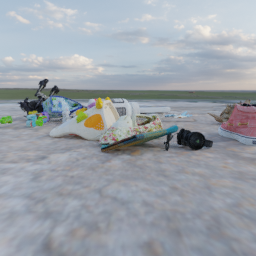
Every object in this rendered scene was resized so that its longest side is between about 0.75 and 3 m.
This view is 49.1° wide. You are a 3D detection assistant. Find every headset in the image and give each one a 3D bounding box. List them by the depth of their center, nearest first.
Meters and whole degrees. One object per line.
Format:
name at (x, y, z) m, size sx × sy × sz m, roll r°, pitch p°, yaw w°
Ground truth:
headset at (1.479, 0.356, 6.907) m, size 1.325 × 0.623 × 0.818 m, roll 13°, pitch 2°, yaw -31°

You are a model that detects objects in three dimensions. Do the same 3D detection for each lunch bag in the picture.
lunch bag at (-3.083, -0.911, 13.085) m, size 1.500 × 0.956 × 1.276 m, roll -2°, pitch -8°, yaw -36°

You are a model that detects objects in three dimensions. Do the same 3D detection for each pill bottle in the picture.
pill bottle at (-0.573, -0.637, 11.364) m, size 1.988 × 1.101 × 1.101 m, roll -3°, pitch 8°, yaw -20°

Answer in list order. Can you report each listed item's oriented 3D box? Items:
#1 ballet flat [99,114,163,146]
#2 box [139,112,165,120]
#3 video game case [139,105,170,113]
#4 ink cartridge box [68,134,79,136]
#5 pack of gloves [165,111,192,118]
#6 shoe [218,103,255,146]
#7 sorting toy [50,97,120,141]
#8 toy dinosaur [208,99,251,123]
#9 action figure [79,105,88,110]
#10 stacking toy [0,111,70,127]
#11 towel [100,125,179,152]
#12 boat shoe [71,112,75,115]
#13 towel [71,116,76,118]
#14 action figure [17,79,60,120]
ballet flat at (0.103, -0.003, 7.889) m, size 0.900 × 0.761 × 2.380 m, roll -3°, pitch 4°, yaw 43°
box at (0.788, -0.647, 14.516) m, size 1.825 × 0.332 × 1.317 m, roll 7°, pitch 10°, yaw 36°
video game case at (0.425, -0.982, 14.667) m, size 2.699 × 0.310 × 2.459 m, roll -3°, pitch 7°, yaw -23°
ink cartridge box at (-1.437, 0.129, 9.170) m, size 0.794 × 0.173 × 0.689 m, roll 5°, pitch 8°, yaw 35°
pack of gloves at (2.796, -0.786, 15.647) m, size 1.268 × 0.298 × 1.510 m, roll 7°, pitch 10°, yaw 39°
shoe at (3.363, -0.214, 8.280) m, size 0.842 × 1.072 × 2.356 m, roll 0°, pitch 8°, yaw -2°
sorting toy at (-1.418, -0.143, 9.007) m, size 1.951 × 1.158 × 2.167 m, roll -18°, pitch 4°, yaw 11°
toy dinosaur at (4.491, -0.577, 12.094) m, size 2.208 × 0.948 × 1.496 m, roll -15°, pitch -2°, yaw 0°
action figure at (-1.874, -0.933, 15.838) m, size 1.729 × 0.600 × 1.125 m, roll 8°, pitch 4°, yaw 30°
stacking toy at (-3.681, -0.316, 11.403) m, size 1.819 × 0.567 × 2.412 m, roll 0°, pitch 9°, yaw 17°
towel at (0.315, 0.240, 6.724) m, size 1.237 × 0.183 × 1.687 m, roll -23°, pitch -9°, yaw 41°
boat shoe at (-4.236, -1.022, 15.491) m, size 2.514 × 0.788 × 0.921 m, roll -1°, pitch 8°, yaw -10°
towel at (-1.556, -0.430, 12.665) m, size 1.693 × 0.286 × 1.772 m, roll -4°, pitch 6°, yaw -25°
action figure at (-4.453, -1.141, 14.042) m, size 1.687 × 1.448 × 2.838 m, roll 26°, pitch 46°, yaw -10°
